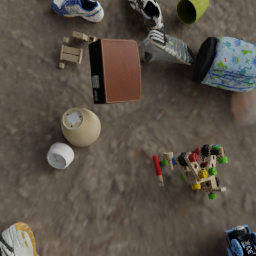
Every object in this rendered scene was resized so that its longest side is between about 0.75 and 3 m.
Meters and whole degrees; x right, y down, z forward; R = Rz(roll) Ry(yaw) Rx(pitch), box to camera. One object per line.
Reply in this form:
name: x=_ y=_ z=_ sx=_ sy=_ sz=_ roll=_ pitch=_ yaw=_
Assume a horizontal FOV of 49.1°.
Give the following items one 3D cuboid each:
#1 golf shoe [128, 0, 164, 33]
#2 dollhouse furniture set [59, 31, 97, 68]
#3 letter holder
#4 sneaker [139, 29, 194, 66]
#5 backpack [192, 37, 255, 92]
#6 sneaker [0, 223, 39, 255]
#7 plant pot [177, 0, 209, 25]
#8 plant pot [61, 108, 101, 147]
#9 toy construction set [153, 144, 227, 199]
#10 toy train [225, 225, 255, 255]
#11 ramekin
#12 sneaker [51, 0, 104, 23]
golf shoe: x=0.663 y=-4.505 z=10.098 sx=0.844 sy=1.026 sz=2.171 roll=-31 pitch=78 yaw=-5
dollhouse furniture set: x=-1.769 y=-2.719 z=10.119 sx=1.129 sy=0.646 sz=1.324 roll=14 pitch=102 yaw=4
letter holder: x=-0.353 y=-1.619 z=8.175 sx=1.249 sy=0.883 sz=1.757 roll=-8 pitch=98 yaw=-29
sneaker: x=1.263 y=-2.610 z=9.834 sx=2.096 sy=1.211 sz=0.787 roll=21 pitch=61 yaw=-31
backpack: x=3.536 y=-2.094 z=9.393 sx=2.218 sy=1.706 sz=1.810 roll=25 pitch=67 yaw=-9
sneaker: x=-3.181 y=4.155 z=8.348 sx=1.076 sy=0.928 sz=2.454 roll=-27 pitch=71 yaw=3
plant pot: x=2.451 y=-4.418 z=10.208 sx=0.996 sy=0.932 sz=0.932 roll=-37 pitch=80 yaw=-23
plant pot: x=-1.600 y=-0.142 z=8.886 sx=1.297 sy=1.385 sz=1.297 roll=0 pitch=79 yaw=2
toy construction set: x=1.989 y=1.489 z=8.642 sx=2.191 sy=1.827 sz=1.684 roll=-11 pitch=90 yaw=18
toy train: x=3.476 y=3.898 z=8.144 sx=0.922 sy=1.215 sz=2.127 roll=-16 pitch=78 yaw=-7
ramekin: x=-2.194 y=0.927 z=8.986 sx=0.829 sy=0.829 sz=0.435 roll=19 pitch=35 yaw=4
sneaker: x=-1.861 y=-4.494 z=10.163 sx=1.986 sy=0.875 sz=0.748 roll=12 pitch=79 yaw=4
